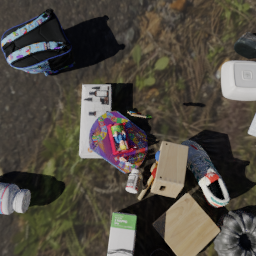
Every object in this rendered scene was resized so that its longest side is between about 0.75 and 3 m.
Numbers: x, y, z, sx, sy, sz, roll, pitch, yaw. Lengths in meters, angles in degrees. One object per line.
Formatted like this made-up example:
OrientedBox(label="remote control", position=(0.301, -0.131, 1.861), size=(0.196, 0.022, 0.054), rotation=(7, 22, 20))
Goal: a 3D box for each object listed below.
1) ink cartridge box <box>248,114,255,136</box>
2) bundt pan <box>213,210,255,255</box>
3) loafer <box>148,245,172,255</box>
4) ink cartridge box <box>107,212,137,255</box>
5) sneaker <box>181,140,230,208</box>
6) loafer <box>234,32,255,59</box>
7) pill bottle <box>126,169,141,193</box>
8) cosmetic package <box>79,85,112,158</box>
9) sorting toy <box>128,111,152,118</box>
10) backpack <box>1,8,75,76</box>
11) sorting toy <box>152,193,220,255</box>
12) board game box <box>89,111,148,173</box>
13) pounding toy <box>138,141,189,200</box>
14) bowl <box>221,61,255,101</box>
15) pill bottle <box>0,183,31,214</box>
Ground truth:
OrientedBox(label="ink cartridge box", position=(6.481, -0.570, 10.496), size=(2.923, 0.593, 2.917), rotation=(22, 75, 21))
OrientedBox(label="bundt pan", position=(4.119, 3.950, 9.801), size=(2.092, 0.785, 2.092), rotation=(0, 74, -1))
OrientedBox(label="loafer", position=(1.469, 5.047, 9.463), size=(0.823, 0.805, 2.255), rotation=(-31, 76, -9))
OrientedBox(label="ink cartridge box", position=(-0.206, 3.929, 9.436), size=(0.851, 1.475, 2.019), rotation=(7, 74, 3))
OrientedBox(label="sneaker", position=(2.866, 1.570, 10.213), size=(0.972, 1.291, 2.761), rotation=(-24, 76, -6))
OrientedBox(label="loafer", position=(5.899, -3.191, 11.790), size=(2.697, 0.982, 0.975), rotation=(34, 72, 8))
OrientedBox(label="pill bottle", position=(0.222, 1.938, 10.250), size=(0.441, 0.441, 0.796), rotation=(14, 62, 4))
OrientedBox(label="cosmetic package", position=(-1.252, -0.281, 11.046), size=(1.187, 0.728, 2.877), rotation=(-1, 74, 1))
OrientedBox(label="sorting toy", position=(0.415, -0.467, 9.619), size=(0.757, 0.560, 0.111), rotation=(7, 101, -20))
OrientedBox(label="backpack", position=(-3.652, -3.214, 11.388), size=(2.493, 1.677, 2.276), rotation=(-26, 76, -8))
OrientedBox(label="sorting toy", position=(2.026, 3.537, 9.991), size=(1.706, 0.594, 1.696), rotation=(-39, 80, -11))
OrientedBox(label="board game box", position=(-0.214, 0.434, 10.471), size=(2.425, 0.472, 1.916), rotation=(37, 63, -12))
OrientedBox(label="pounding toy", position=(1.243, 1.672, 10.108), size=(1.330, 1.871, 1.723), rotation=(13, 60, 4))
OrientedBox(label="bowl", position=(4.833, -2.049, 11.607), size=(1.747, 0.652, 1.745), rotation=(4, 75, 0))
OrientedBox(label="pill bottle", position=(-4.613, 2.505, 10.062), size=(1.966, 1.069, 1.069), rotation=(8, 74, 2))
